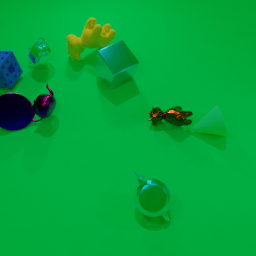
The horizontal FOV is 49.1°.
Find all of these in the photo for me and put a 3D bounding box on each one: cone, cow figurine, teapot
[{"bbox_3d":[-3.633,-0.709,8.868,1.212,1.212,1.217,-18,29,-13],"label":"cone"},{"bbox_3d":[2.347,-0.074,8.412,0.979,0.975,0.975,-19,53,13],"label":"cone"},{"bbox_3d":[-1.425,-3.196,10.394,1.646,1.620,0.903,1,46,-48],"label":"cow figurine"},{"bbox_3d":[-2.546,-0.736,8.454,0.613,0.778,1.252,26,89,2],"label":"teapot"},{"bbox_3d":[1.244,-0.342,8.464,1.099,0.613,1.117,-11,23,-27],"label":"cow figurine"},{"bbox_3d":[-3.180,-2.609,9.909,0.740,1.512,0.940,32,48,-11],"label":"teapot"},{"bbox_3d":[0.590,1.697,7.007,0.919,0.723,1.477,-35,77,-3],"label":"teapot"}]

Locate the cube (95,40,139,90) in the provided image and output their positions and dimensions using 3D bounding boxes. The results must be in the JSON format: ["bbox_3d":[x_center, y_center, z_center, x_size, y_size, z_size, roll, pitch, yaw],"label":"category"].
[{"bbox_3d":[-0.398,-2.116,9.457,1.018,1.018,1.018,-31,79,-21],"label":"cube"}]

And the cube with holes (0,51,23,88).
[{"bbox_3d":[-4.313,-1.988,9.481,0.885,0.885,0.885,4,49,14],"label":"cube with holes"}]
